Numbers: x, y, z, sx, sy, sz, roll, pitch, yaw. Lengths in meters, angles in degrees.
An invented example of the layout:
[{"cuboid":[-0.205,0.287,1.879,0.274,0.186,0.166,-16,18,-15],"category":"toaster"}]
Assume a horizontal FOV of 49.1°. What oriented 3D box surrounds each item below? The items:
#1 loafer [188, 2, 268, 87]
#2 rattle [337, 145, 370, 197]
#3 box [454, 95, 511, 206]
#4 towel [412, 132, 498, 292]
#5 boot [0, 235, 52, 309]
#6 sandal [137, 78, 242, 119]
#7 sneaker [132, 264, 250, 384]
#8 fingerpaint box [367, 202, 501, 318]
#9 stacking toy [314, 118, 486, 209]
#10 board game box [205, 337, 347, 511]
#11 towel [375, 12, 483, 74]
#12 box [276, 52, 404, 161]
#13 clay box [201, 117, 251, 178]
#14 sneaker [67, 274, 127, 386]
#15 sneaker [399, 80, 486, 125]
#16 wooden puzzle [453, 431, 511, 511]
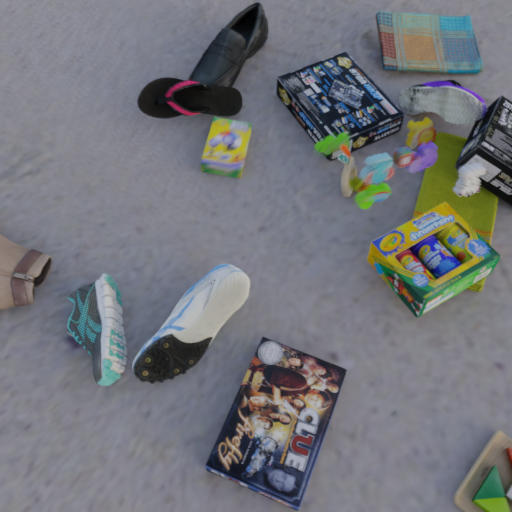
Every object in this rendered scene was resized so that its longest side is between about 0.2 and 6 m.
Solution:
[{"cuboid":[-0.738,-5.146,14.041,1.103,1.140,3.249,26,63,16],"category":"loafer"},{"cuboid":[2.186,-1.787,11.962,0.796,1.114,0.725,24,42,37],"category":"rattle"},{"cuboid":[5.616,-2.119,12.048,2.103,0.906,1.722,32,63,-1],"category":"box"},{"cuboid":[4.340,-1.130,12.092,1.697,0.356,3.944,18,60,9],"category":"towel"},{"cuboid":[-4.988,0.007,11.231,1.718,0.826,2.350,6,60,-4],"category":"boot"},{"cuboid":[-1.500,-3.655,12.982,2.464,0.555,0.925,-3,102,-13],"category":"sandal"},{"cuboid":[-1.229,1.250,10.441,2.726,0.980,0.988,-46,29,-15],"category":"sneaker"},{"cuboid":[3.394,0.032,10.820,1.893,0.694,1.580,-26,59,-15],"category":"fingerpaint box"},{"cuboid":[3.020,-1.936,11.923,2.953,0.694,2.226,-13,43,-13],"category":"stacking toy"},{"cuboid":[0.400,2.809,9.660,1.671,0.427,2.466,19,61,11],"category":"board game box"},{"cuboid":[4.480,-5.549,14.535,2.626,0.285,1.925,1,67,-6],"category":"towel"},{"cuboid":[1.959,-3.660,13.470,2.034,0.589,2.559,-25,62,-15],"category":"box"},{"cuboid":[-0.658,-2.590,12.916,0.928,0.384,1.615,10,61,0],"category":"clay box"},{"cuboid":[-3.012,1.432,10.399,1.003,0.853,2.199,-17,54,6],"category":"sneaker"},{"cuboid":[4.521,-3.687,12.976,1.153,0.806,2.319,-24,32,-23],"category":"sneaker"},{"cuboid":[4.270,3.932,9.062,1.792,0.311,2.657,31,63,17],"category":"wooden puzzle"}]
